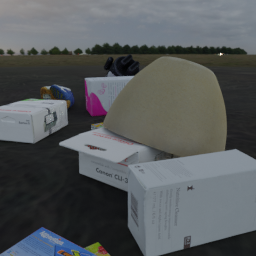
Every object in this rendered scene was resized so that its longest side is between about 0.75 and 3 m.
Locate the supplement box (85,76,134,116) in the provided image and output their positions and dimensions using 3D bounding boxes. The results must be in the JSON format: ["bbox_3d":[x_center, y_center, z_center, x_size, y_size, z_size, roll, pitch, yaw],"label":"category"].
[{"bbox_3d":[-0.326,-1.475,12.330,2.943,1.489,1.521,-5,17,-17],"label":"supplement box"}]

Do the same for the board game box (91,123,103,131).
[{"bbox_3d":[-0.025,0.025,9.118,1.945,0.333,1.308,-12,20,-36],"label":"board game box"}]

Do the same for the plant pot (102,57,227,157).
[{"bbox_3d":[1.038,-0.514,6.472,2.842,1.908,2.842,18,4,-1],"label":"plant pot"}]

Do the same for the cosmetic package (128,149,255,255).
[{"bbox_3d":[1.017,1.038,4.166,1.959,1.106,0.795,-7,18,-16],"label":"cosmetic package"}]

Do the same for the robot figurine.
[{"bbox_3d":[-0.352,-3.106,16.493,1.677,2.019,2.687,-3,-21,-26],"label":"robot figurine"}]

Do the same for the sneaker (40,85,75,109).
[{"bbox_3d":[-3.131,-1.604,13.493,1.308,1.117,2.967,-12,20,-35],"label":"sneaker"}]

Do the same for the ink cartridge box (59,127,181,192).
[{"bbox_3d":[0.037,0.541,6.191,1.618,0.938,2.779,12,18,35],"label":"ink cartridge box"}]

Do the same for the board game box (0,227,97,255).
[{"bbox_3d":[-0.863,1.579,3.263,1.295,0.126,0.667,8,22,37],"label":"board game box"}]

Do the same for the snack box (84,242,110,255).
[{"bbox_3d":[-0.563,1.721,3.332,0.778,0.206,0.553,-12,16,-32],"label":"snack box"}]

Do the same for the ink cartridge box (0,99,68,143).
[{"bbox_3d":[-3.211,-0.309,9.192,1.616,0.933,2.221,4,16,14],"label":"ink cartridge box"}]
